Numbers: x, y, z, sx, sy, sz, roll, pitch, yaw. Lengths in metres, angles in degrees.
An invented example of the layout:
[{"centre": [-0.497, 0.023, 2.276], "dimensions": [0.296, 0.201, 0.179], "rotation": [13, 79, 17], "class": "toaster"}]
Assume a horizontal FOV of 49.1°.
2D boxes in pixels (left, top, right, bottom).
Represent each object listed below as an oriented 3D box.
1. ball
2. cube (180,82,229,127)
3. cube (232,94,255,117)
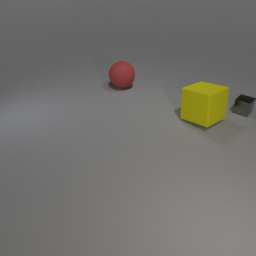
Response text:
[{"centre": [-0.319, -2.851, 14.890], "dimensions": [1.400, 1.400, 1.400], "rotation": [0, 32, 0], "class": "ball"}, {"centre": [3.225, -1.044, 11.881], "dimensions": [1.400, 1.400, 1.400], "rotation": [-22, 31, -37], "class": "cube"}, {"centre": [5.276, -1.027, 12.737], "dimensions": [0.700, 0.700, 0.700], "rotation": [24, 39, 32], "class": "cube"}]
